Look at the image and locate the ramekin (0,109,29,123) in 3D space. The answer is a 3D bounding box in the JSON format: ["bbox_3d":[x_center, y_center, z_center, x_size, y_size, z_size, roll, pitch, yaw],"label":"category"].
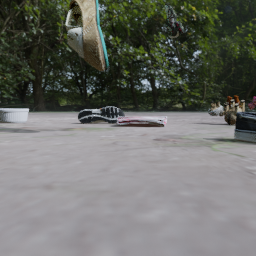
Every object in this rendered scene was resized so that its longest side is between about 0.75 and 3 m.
[{"bbox_3d":[-4.912,-0.522,11.975,1.285,0.598,1.285,0,4,0],"label":"ramekin"}]

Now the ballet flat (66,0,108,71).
[{"bbox_3d":[-1.130,-2.464,7.298,0.944,1.019,2.891,-6,49,-8],"label":"ballet flat"}]

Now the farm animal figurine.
[{"bbox_3d":[4.429,-0.575,10.860,1.944,1.025,1.966,-16,18,-27],"label":"farm animal figurine"}]

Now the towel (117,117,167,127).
[{"bbox_3d":[0.592,-0.245,10.399,1.711,0.350,2.338,1,2,8],"label":"towel"}]

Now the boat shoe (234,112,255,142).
[{"bbox_3d":[2.794,-0.051,4.899,0.707,0.668,1.971,-3,5,-34],"label":"boat shoe"}]

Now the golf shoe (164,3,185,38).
[{"bbox_3d":[1.016,-2.567,6.683,0.373,0.847,0.327,-28,-10,23],"label":"golf shoe"}]

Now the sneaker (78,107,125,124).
[{"bbox_3d":[-1.075,-0.526,11.508,1.891,0.697,0.757,0,2,-3],"label":"sneaker"}]
